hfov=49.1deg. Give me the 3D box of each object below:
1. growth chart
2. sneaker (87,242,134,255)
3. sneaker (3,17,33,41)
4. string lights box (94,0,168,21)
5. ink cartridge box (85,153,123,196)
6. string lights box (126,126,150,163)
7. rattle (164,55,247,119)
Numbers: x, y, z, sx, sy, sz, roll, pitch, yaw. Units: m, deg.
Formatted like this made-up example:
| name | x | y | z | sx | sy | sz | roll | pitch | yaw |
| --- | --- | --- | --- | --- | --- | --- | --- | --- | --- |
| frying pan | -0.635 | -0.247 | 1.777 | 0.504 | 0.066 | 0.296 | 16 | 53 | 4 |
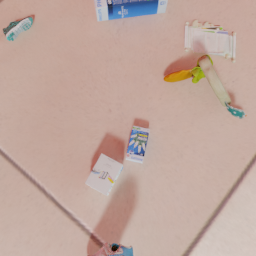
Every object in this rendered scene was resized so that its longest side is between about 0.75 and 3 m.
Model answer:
| name | x | y | z | sx | sy | sz | roll | pitch | yaw |
| --- | --- | --- | --- | --- | --- | --- | --- | --- | --- |
| growth chart | 3.180 | -3.408 | 10.832 | 2.138 | 0.190 | 1.547 | 12 | 74 | 4 |
| sneaker | -0.530 | 3.717 | 7.916 | 0.836 | 2.185 | 0.883 | 22 | 62 | -31 |
| sneaker | -4.305 | -3.973 | 10.860 | 1.283 | 0.498 | 0.585 | -41 | 74 | -12 |
| string lights box | 0.039 | -5.189 | 11.012 | 2.768 | 0.816 | 1.422 | -8 | 74 | -2 |
| ink cartridge box | -0.755 | 1.532 | 9.076 | 0.791 | 0.805 | 1.093 | 27 | 76 | 7 |
| string lights box | 0.333 | 0.566 | 9.594 | 0.602 | 0.346 | 1.172 | 12 | 74 | 3 |
| rattle | 2.722 | -1.082 | 9.828 | 1.848 | 1.684 | 2.586 | -30 | 103 | 4 |
